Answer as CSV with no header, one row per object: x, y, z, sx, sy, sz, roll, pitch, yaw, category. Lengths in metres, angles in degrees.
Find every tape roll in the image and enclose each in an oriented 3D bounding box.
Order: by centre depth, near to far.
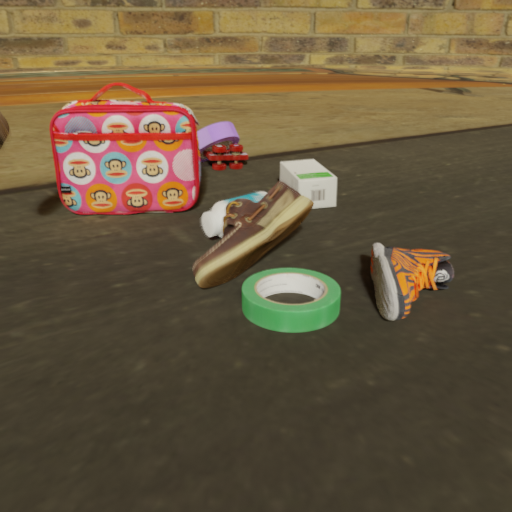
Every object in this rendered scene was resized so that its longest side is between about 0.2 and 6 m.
0.460,0.559,7.450,1.308,0.314,1.308,0,22,0,tape roll
-1.145,-2.974,14.706,1.380,0.453,1.380,-24,-5,-2,tape roll

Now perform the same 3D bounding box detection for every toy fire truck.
-0.792,-2.649,14.647,1.082,0.607,0.908,-5,25,-14,toy fire truck

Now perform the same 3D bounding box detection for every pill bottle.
-0.306,-0.680,9.749,1.230,0.681,0.681,-16,28,-27,pill bottle

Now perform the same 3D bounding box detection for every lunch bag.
-2.491,-2.098,10.955,2.800,2.467,1.147,-2,23,-5,lunch bag

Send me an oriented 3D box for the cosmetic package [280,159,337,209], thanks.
1.081,-1.547,11.984,0.852,0.672,1.584,-7,25,-11,cosmetic package

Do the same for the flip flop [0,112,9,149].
-4.091,-2.079,8.636,0.510,1.770,0.718,-3,4,-40,flip flop

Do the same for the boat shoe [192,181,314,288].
-0.163,-0.422,8.358,0.886,0.888,2.462,45,55,9,boat shoe

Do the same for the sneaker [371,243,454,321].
2.163,0.270,7.579,1.081,0.748,1.929,1,23,7,sneaker
